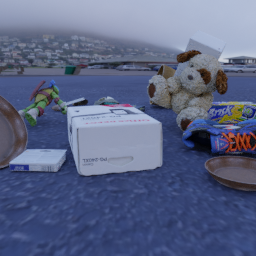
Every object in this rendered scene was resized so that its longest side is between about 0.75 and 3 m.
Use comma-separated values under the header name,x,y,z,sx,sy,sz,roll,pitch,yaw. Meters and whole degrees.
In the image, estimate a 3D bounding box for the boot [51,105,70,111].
name,x,y,z,sx,sy,sz,roll,pitch,yaw
boot,-3.514,-1.041,14.922,0.918,0.322,0.671,-10,17,-39

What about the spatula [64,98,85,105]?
name,x,y,z,sx,sy,sz,roll,pitch,yaw
spatula,-3.375,-1.504,16.410,1.720,0.138,1.196,-19,13,-7

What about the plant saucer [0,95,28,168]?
name,x,y,z,sx,sy,sz,roll,pitch,yaw
plant saucer,-3.975,-0.033,7.291,0.439,2.738,2.738,-40,-6,27

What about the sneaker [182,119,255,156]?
name,x,y,z,sx,sy,sz,roll,pitch,yaw
sneaker,2.825,0.378,7.923,2.888,1.088,1.132,0,17,40

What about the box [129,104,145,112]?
name,x,y,z,sx,sy,sz,roll,pitch,yaw
box,0.112,-0.954,14.450,1.118,0.362,1.418,8,16,26

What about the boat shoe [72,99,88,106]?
name,x,y,z,sx,sy,sz,roll,pitch,yaw
boat shoe,-2.940,-1.565,17.094,1.022,0.366,0.389,-11,6,-37

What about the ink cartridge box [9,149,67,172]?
name,x,y,z,sx,sy,sz,roll,pitch,yaw
ink cartridge box,-2.277,0.830,7.315,1.164,0.257,1.186,1,11,1

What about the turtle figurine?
name,x,y,z,sx,sy,sz,roll,pitch,yaw
turtle figurine,-3.555,-0.642,12.091,1.736,2.413,2.339,27,41,12

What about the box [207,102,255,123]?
name,x,y,z,sx,sy,sz,roll,pitch,yaw
box,4.281,-0.705,12.421,2.608,0.838,0.914,-1,13,0

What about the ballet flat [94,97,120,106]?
name,x,y,z,sx,sy,sz,roll,pitch,yaw
ballet flat,-1.147,-1.384,14.861,1.824,0.581,0.615,-7,-24,42

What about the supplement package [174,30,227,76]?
name,x,y,z,sx,sy,sz,roll,pitch,yaw
supplement package,3.023,-2.735,12.180,1.389,2.377,1.394,29,41,10

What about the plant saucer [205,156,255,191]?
name,x,y,z,sx,sy,sz,roll,pitch,yaw
plant saucer,2.587,1.036,6.343,1.658,0.303,1.658,-1,13,0

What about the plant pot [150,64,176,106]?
name,x,y,z,sx,sy,sz,roll,pitch,yaw
plant pot,2.807,-2.130,16.111,2.536,2.363,2.363,17,12,-7

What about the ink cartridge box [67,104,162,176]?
name,x,y,z,sx,sy,sz,roll,pitch,yaw
ink cartridge box,-0.534,0.158,7.967,2.133,1.225,2.938,-4,14,-16

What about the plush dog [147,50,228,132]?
name,x,y,z,sx,sy,sz,roll,pitch,yaw
plush dog,2.577,-1.527,10.573,2.359,2.525,2.940,-5,44,-44
